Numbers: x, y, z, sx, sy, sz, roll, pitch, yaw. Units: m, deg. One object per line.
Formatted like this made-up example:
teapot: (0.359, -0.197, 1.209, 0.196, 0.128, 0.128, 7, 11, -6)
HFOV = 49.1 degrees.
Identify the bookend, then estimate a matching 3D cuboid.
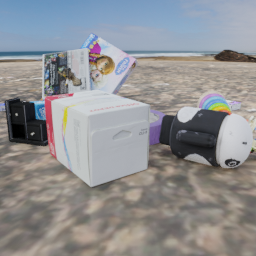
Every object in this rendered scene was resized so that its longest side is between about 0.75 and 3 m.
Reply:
bookend: (-3.272, -0.222, 9.395, 1.430, 1.421, 0.659, 7, 18, 17)

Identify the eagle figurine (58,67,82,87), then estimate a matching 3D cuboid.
eagle figurine: (-2.183, -1.936, 10.732, 0.721, 0.717, 0.950, -4, 8, -36)

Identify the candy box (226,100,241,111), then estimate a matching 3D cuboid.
candy box: (5.063, -1.157, 14.184, 0.795, 0.339, 0.947, -13, 21, -35)

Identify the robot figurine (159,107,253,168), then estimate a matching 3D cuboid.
robot figurine: (2.114, 0.256, 7.763, 2.454, 1.531, 1.844, 11, 44, 32)

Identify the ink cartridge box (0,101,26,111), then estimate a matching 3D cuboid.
ink cartridge box: (-5.763, -1.102, 14.094, 1.314, 0.291, 0.618, -10, 19, -30)

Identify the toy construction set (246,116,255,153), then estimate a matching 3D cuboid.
toy construction set: (3.731, 0.458, 7.624, 0.748, 1.065, 1.624, -38, 59, -1)

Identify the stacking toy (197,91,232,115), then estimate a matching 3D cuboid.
stacking toy: (3.597, -0.490, 11.036, 1.242, 1.242, 2.909, 1, 25, 2)

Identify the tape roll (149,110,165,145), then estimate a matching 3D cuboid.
tape roll: (0.537, -0.062, 9.796, 1.623, 0.690, 1.623, -2, 23, 1)

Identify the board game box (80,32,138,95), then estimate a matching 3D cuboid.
board game box: (-1.442, -2.728, 13.421, 2.799, 2.805, 0.577, 34, -2, 17)

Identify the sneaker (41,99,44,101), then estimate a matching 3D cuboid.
sneaker: (-3.866, -1.233, 14.349, 1.429, 0.538, 0.630, 19, 12, 34)

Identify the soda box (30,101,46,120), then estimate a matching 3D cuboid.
soda box: (-3.116, -0.821, 12.431, 2.327, 0.747, 0.789, -6, 18, -16)

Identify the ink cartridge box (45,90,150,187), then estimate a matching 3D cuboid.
ink cartridge box: (-0.874, 0.106, 7.612, 1.834, 1.826, 2.525, -12, 21, -34)

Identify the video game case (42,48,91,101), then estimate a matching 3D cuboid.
video game case: (-2.855, -2.491, 12.931, 2.183, 2.401, 0.280, -7, -20, 3)
